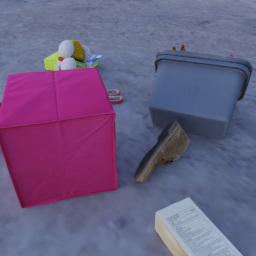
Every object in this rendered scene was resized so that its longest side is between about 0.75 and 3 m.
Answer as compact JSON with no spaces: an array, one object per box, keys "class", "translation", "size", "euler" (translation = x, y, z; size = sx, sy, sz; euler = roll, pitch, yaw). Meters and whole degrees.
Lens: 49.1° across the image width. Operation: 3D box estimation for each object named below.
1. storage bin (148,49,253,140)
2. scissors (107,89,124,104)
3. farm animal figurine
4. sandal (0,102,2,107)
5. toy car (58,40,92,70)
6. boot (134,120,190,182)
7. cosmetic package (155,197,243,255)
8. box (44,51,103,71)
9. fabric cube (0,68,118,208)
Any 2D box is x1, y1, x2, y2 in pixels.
[{"class":"storage bin","translation":[2.027,-0.871,8.698],"size":[2.940,2.140,1.975],"euler":[14,64,18]},{"class":"scissors","translation":[-1.427,-1.188,10.374],"size":[2.508,0.175,0.917],"euler":[0,39,-5]},{"class":"farm animal figurine","translation":[2.617,-1.942,10.764],"size":[2.676,1.346,2.161],"euler":[24,60,25]},{"class":"sandal","translation":[-3.356,-0.757,9.503],"size":[2.468,0.556,0.927],"euler":[7,35,10]},{"class":"toy car","translation":[-2.318,-2.677,11.527],"size":[1.281,1.708,1.495],"euler":[-13,-8,32]},{"class":"boot","translation":[0.940,0.708,7.228],"size":[0.785,0.766,2.081],"euler":[46,59,-5]},{"class":"cosmetic package","translation":[1.284,2.167,5.203],"size":[0.868,0.586,1.649],"euler":[-16,37,-22]},{"class":"box","translation":[-2.450,-3.021,12.817],"size":[2.292,0.546,1.397],"euler":[11,36,16]},{"class":"fabric cube","translation":[-1.575,0.104,6.725],"size":[2.328,2.284,2.321],"euler":[-8,35,-13]}]
